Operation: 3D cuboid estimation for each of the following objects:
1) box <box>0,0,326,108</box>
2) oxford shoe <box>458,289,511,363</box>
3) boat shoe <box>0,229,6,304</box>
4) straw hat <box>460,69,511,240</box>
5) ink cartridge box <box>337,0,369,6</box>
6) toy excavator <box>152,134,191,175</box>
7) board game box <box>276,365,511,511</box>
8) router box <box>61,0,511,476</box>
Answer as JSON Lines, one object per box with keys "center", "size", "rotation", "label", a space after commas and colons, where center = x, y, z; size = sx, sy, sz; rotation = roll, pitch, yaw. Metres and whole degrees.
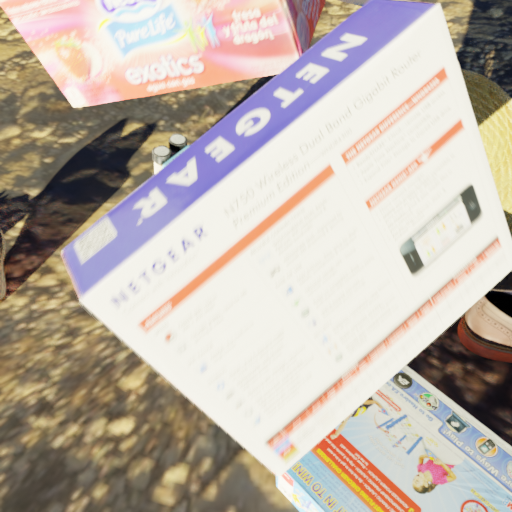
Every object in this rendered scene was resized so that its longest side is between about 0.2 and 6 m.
{"center": [-0.977, -2.966, 6.380], "size": [3.199, 1.514, 1.641], "rotation": [0, 51, 27], "label": "box"}
{"center": [3.862, 0.899, 6.877], "size": [2.491, 0.904, 0.887], "rotation": [4, 44, 4], "label": "oxford shoe"}
{"center": [-3.921, -0.094, 7.960], "size": [0.651, 0.576, 1.779], "rotation": [-16, 58, -19], "label": "boat shoe"}
{"center": [2.597, -1.057, 8.425], "size": [3.298, 3.298, 1.396], "rotation": [-27, 9, -25], "label": "straw hat"}
{"center": [1.650, -4.502, 8.233], "size": [0.896, 0.873, 1.394], "rotation": [12, 62, -5], "label": "ink cartridge box"}
{"center": [-1.179, -1.267, 9.361], "size": [1.356, 0.677, 1.318], "rotation": [30, 52, 16], "label": "toy excavator"}
{"center": [1.551, 2.301, 5.696], "size": [1.926, 0.550, 1.967], "rotation": [-32, 53, -28], "label": "board game box"}
{"center": [0.458, 0.013, 3.818], "size": [2.525, 2.267, 0.617], "rotation": [-40, 37, -5], "label": "router box"}
